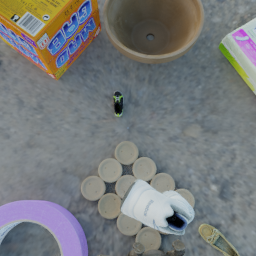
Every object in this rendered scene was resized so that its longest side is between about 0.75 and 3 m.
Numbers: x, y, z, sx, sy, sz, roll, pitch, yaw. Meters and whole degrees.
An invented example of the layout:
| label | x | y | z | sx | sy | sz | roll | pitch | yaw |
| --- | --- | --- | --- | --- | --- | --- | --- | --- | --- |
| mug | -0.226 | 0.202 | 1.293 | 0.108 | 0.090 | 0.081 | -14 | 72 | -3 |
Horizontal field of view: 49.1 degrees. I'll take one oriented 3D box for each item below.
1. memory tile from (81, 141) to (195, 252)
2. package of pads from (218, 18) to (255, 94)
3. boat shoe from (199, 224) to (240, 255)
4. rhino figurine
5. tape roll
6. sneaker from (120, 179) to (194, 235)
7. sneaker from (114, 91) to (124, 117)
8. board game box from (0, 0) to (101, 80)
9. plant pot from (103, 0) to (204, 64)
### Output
| label | x | y | z | sx | sy | sz | roll | pitch | yaw |
| --- | --- | --- | --- | --- | --- | --- | --- | --- | --- |
| memory tile | 0.237 | 1.796 | 7.455 | 2.623 | 0.220 | 2.011 | 41 | 80 | 9 |
| package of pads | 4.262 | -2.014 | 8.054 | 2.034 | 0.898 | 2.633 | -31 | 78 | -7 |
| boat shoe | 2.318 | 2.890 | 7.100 | 1.154 | 0.363 | 0.421 | 44 | 80 | 10 |
| rhino figurine | 0.264 | 3.210 | 6.492 | 2.624 | 1.147 | 0.785 | 3 | 43 | -11 |
| tape roll | -2.418 | 3.180 | 6.750 | 2.799 | 0.918 | 2.799 | 0 | 77 | 0 |
| sneaker | 0.651 | 1.390 | 4.404 | 0.822 | 1.888 | 0.703 | 25 | 88 | 39 |
| sneaker | -0.261 | -0.713 | 8.018 | 0.294 | 0.339 | 0.819 | -5 | 76 | -1 |
| board game box | -2.310 | -3.115 | 7.662 | 2.180 | 2.179 | 2.178 | 36 | 79 | 8 |
| plant pot | 0.684 | -2.952 | 8.107 | 2.733 | 1.262 | 2.733 | 0 | 77 | -1 |
